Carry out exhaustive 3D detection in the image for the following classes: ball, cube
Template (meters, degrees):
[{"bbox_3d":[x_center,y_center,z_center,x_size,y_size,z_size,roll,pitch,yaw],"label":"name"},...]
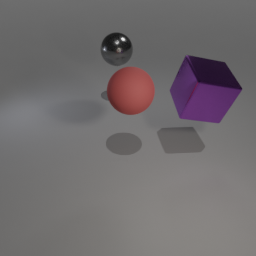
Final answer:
[{"bbox_3d":[0.081,-1.082,8.202,1.400,1.400,1.400,0,31,0],"label":"ball"},{"bbox_3d":[-0.486,-3.381,12.056,1.400,1.400,1.400,0,31,0],"label":"ball"},{"bbox_3d":[2.284,-1.162,8.530,1.400,1.400,1.400,6,44,-16],"label":"cube"}]
